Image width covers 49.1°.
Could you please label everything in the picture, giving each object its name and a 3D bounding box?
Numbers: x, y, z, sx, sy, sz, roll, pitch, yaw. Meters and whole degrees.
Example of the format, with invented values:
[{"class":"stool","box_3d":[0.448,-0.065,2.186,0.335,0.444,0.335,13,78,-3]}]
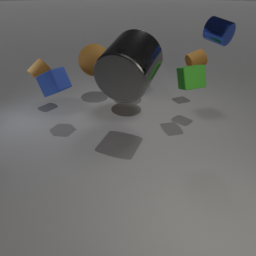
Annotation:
[{"class":"cylinder","box_3d":[0.033,-1.596,7.195,1.400,1.400,1.400,11,45,20]},{"class":"cylinder","box_3d":[-3.561,-2.313,11.315,0.700,0.700,0.700,-49,45,-9]},{"class":"cube","box_3d":[-2.379,-1.489,9.032,0.700,0.700,0.700,-16,12,29]},{"class":"cube","box_3d":[2.027,-1.630,8.991,0.700,0.700,0.700,-10,13,-7]},{"class":"ball","box_3d":[-1.496,-3.007,12.414,1.400,1.400,1.400,0,28,0]},{"class":"cylinder","box_3d":[2.719,-2.896,8.366,0.700,0.700,0.700,35,43,31]},{"class":"cylinder","box_3d":[2.887,-2.900,11.886,0.700,0.700,0.700,-24,32,-5]}]
